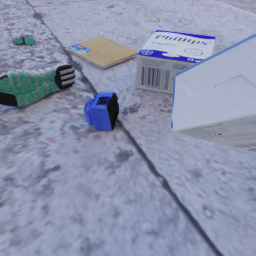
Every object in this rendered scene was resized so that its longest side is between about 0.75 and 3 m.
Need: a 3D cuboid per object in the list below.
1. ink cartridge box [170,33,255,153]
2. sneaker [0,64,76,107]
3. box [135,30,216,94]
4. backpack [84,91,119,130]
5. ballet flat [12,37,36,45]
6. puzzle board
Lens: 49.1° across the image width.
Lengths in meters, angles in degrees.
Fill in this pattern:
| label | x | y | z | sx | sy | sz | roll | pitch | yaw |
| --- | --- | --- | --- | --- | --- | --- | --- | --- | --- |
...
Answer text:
| label | x | y | z | sx | sy | sz | roll | pitch | yaw |
| --- | --- | --- | --- | --- | --- | --- | --- | --- | --- |
| ink cartridge box | 1.527 | -0.165 | 2.815 | 1.835 | 1.252 | 0.701 | 15 | 75 | -26 |
| sneaker | -3.049 | -1.411 | 8.652 | 1.227 | 1.043 | 2.803 | 22 | 32 | 40 |
| box | 1.606 | -2.194 | 9.264 | 2.163 | 1.234 | 2.351 | 12 | 39 | 14 |
| backpack | -0.676 | -0.547 | 7.529 | 0.839 | 0.812 | 1.000 | 7 | 40 | 13 |
| ballet flat | -4.415 | -3.733 | 11.987 | 1.017 | 0.345 | 0.383 | -2 | 23 | 1 |
| puzzle board | -1.037 | -3.055 | 11.207 | 1.835 | 0.212 | 2.435 | -30 | 47 | -31 |
